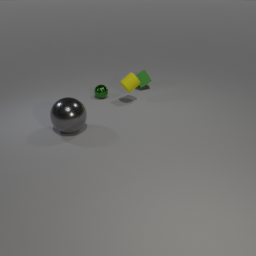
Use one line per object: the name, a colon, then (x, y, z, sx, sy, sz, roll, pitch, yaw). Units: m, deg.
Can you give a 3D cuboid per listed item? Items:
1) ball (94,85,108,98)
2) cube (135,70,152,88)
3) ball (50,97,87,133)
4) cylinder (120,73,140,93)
ball: (-1.357, -1.845, 14.170, 0.700, 0.700, 0.700, 0, 28, 0)
cube: (0.787, -2.682, 15.300, 0.700, 0.700, 0.700, -33, 11, 4)
ball: (-2.312, -0.496, 10.908, 1.400, 1.400, 1.400, 0, 28, 0)
cylinder: (0.102, -2.142, 13.267, 0.700, 0.700, 0.700, -42, 38, -4)
